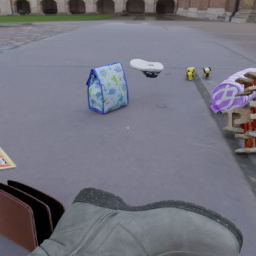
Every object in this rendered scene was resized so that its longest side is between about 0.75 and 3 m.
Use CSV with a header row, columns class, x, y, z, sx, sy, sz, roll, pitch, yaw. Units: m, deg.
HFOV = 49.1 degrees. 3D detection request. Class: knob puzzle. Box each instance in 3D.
class,x,y,z,sx,sy,sz,roll,pitch,yaw
knob puzzle,-2.319,0.458,4.512,0.872,0.121,0.872,21,18,-7

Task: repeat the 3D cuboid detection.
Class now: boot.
class,x,y,z,sx,sy,sz,roll,pitch,yaw
boot,0.637,-2.185,10.594,1.340,0.605,0.487,5,57,-21
boot,-0.037,1.912,3.900,2.938,0.995,1.919,3,28,25

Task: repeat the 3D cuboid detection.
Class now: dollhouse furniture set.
class,x,y,z,sx,sy,sz,roll,pitch,yaw
dollhouse furniture set,3.359,-0.311,7.488,1.010,1.960,1.939,2,-6,-2

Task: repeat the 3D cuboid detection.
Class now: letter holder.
class,x,y,z,sx,sy,sz,roll,pitch,yaw
letter holder,-1.881,1.313,4.852,1.453,1.033,0.731,13,29,27

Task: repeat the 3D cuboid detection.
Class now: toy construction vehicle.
class,x,y,z,sx,sy,sz,roll,pitch,yaw
toy construction vehicle,3.491,-2.708,14.033,1.238,0.501,1.422,-8,22,9

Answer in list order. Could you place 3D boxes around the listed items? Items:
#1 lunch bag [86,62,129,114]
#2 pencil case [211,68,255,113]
class,x,y,z,sx,sy,sz,roll,pitch,yaw
lunch bag,-0.739,-1.482,10.052,1.011,1.587,1.349,22,34,37
pencil case,4.170,-1.440,10.471,2.876,1.207,1.229,-25,-7,-45
